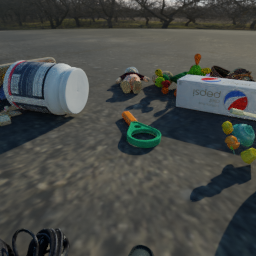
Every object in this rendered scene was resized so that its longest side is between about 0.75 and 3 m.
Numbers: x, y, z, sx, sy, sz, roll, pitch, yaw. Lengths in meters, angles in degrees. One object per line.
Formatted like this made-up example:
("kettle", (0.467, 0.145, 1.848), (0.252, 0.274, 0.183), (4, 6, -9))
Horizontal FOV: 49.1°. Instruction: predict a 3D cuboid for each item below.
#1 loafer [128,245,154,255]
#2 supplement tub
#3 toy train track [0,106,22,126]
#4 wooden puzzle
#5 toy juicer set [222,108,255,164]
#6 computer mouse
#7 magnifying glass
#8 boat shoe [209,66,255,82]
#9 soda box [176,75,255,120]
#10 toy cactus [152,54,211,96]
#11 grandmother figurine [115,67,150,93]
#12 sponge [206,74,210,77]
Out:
("loafer", (0.074, 1.698, 2.855), (0.459, 0.475, 1.352), (5, 24, 11))
("supplement tub", (-2.406, -1.194, 8.327), (2.115, 1.484, 1.484), (9, 25, 20))
("toy train track", (-4.095, -0.587, 8.347), (1.334, 0.378, 2.326), (-20, 29, -39))
("wooden puzzle", (-3.732, -1.602, 9.576), (2.181, 0.505, 2.020), (-19, -10, -43))
("toy juicer set", (2.349, 0.068, 5.998), (0.848, 0.363, 1.333), (27, 51, -7))
("computer mouse", (-1.973, 1.682, 2.841), (2.497, 0.658, 1.729), (10, 23, -5))
("magnifying glass", (0.219, -0.009, 7.243), (0.810, 0.228, 2.035), (-7, 26, -15))
("boat shoe", (3.760, -1.556, 9.694), (1.082, 1.079, 2.998), (-6, 24, -14))
("soda box", (2.893, -0.962, 8.495), (2.742, 0.934, 0.873), (14, 27, 30))
("toy cactus", (1.776, -2.003, 10.844), (2.678, 1.369, 2.209), (-27, 25, -32))
("grandmother figurine", (0.183, -2.007, 11.354), (1.366, 0.682, 2.252), (7, 25, -6))
("sponge", (3.139, -2.257, 12.441), (1.466, 0.219, 0.818), (-14, 27, -30))
